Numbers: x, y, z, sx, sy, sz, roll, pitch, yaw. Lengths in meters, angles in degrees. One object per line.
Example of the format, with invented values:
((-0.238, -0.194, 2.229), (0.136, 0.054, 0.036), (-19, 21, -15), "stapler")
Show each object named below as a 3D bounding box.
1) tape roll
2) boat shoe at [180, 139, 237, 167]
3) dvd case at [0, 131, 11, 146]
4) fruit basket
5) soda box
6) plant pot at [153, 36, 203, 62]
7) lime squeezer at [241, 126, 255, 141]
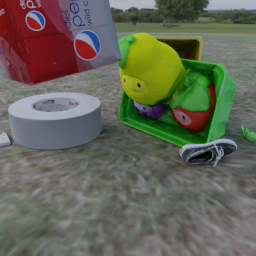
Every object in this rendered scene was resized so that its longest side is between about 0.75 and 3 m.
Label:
((-1.767, -0.261, 7.011), (2.219, 0.733, 2.219), (-1, 22, 0), "tape roll")
((1.656, 0.503, 5.530), (1.216, 0.449, 0.415), (0, 28, -15), "boat shoe")
((-3.285, 0.319, 6.445), (1.015, 0.089, 0.724), (-13, 26, -28), "dvd case")
((0.743, -0.840, 6.415), (3.039, 2.192, 3.039), (11, 12, -2), "fruit basket")
((-1.278, -1.163, 3.535), (0.983, 0.890, 2.808), (-22, 22, -29), "soda box")
((1.411, -2.128, 10.002), (2.118, 2.104, 2.166), (3, 16, 8), "plant pot")
((2.957, 0.142, 6.707), (0.435, 0.232, 1.231), (-6, 22, -14), "lime squeezer")
